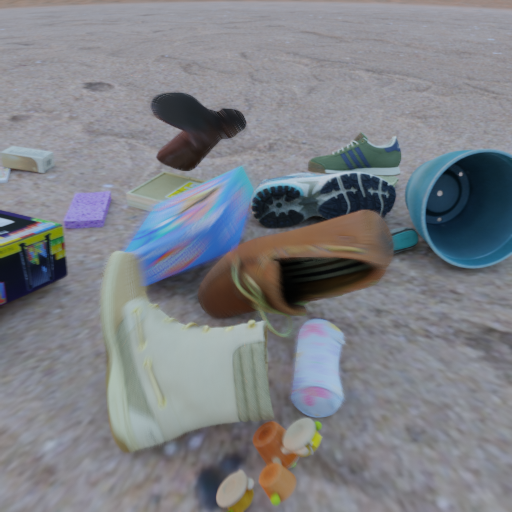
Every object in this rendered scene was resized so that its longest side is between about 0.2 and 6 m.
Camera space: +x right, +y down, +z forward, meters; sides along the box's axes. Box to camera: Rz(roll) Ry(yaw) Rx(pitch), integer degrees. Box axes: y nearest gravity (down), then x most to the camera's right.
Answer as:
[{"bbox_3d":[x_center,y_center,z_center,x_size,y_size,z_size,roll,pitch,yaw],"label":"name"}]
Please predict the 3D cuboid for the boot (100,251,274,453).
[{"bbox_3d":[-0.873,0.970,7.101,2.021,0.947,2.601,-13,61,2],"label":"boot"}]

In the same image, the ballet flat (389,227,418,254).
[{"bbox_3d":[2.358,-0.194,10.704,1.599,0.539,0.509,-13,6,-22],"label":"ballet flat"}]

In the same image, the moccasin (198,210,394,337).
[{"bbox_3d":[0.441,0.376,8.168,3.214,1.176,1.241,-13,34,29],"label":"moccasin"}]

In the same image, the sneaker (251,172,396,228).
[{"bbox_3d":[1.412,-1.400,11.971,3.059,1.187,1.320,0,28,-1],"label":"sneaker"}]

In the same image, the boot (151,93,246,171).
[{"bbox_3d":[-1.721,-2.546,12.129,2.233,0.769,2.396,6,-16,-36],"label":"boot"}]

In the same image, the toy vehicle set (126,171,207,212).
[{"bbox_3d":[-1.526,-1.315,12.618,2.376,0.315,1.476,15,34,24],"label":"toy vehicle set"}]

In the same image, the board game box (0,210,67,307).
[{"bbox_3d":[-5.456,0.193,8.754,3.074,1.054,3.718,11,23,26],"label":"board game box"}]

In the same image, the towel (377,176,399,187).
[{"bbox_3d":[2.550,-1.786,13.446,1.551,0.283,1.151,14,33,21],"label":"towel"}]

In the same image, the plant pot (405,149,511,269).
[{"bbox_3d":[3.829,-1.070,10.699,2.118,2.118,1.990,-3,17,-5],"label":"plant pot"}]

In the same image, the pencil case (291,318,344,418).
[{"bbox_3d":[0.855,1.504,7.646,0.657,0.602,1.448,13,32,3],"label":"pencil case"}]

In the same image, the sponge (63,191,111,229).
[{"bbox_3d":[-3.660,-1.022,12.235,0.797,0.213,1.429,-3,31,-5],"label":"sponge"}]

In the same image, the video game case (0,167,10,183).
[{"bbox_3d":[-6.616,-1.996,13.971,0.817,0.103,0.898,-8,32,-13],"label":"video game case"}]

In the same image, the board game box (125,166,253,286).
[{"bbox_3d":[-1.188,-0.581,10.171,2.049,0.606,2.695,-22,23,17],"label":"board game box"}]

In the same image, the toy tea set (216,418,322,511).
[{"bbox_3d":[0.164,2.505,6.064,0.959,0.597,1.613,-12,32,53],"label":"toy tea set"}]

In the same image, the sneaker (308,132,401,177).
[{"bbox_3d":[2.183,-2.271,12.345,2.042,0.917,0.685,3,17,3],"label":"sneaker"}]

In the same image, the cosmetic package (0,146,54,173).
[{"bbox_3d":[-5.860,-2.475,14.368,1.144,0.407,0.602,10,29,8],"label":"cosmetic package"}]
